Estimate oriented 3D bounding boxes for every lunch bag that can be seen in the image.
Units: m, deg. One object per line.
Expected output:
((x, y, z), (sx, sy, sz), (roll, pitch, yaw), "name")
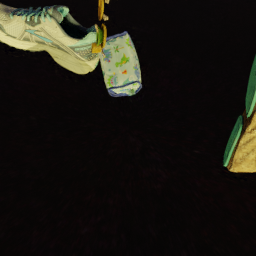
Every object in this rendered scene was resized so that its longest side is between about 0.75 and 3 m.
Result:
((-0.138, -1.354, 6.321), (0.862, 1.353, 1.151), (-12, 89, 11), "lunch bag")

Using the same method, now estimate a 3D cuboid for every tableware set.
((-0.522, -1.975, 4.922), (0.207, 1.350, 0.909), (-1, 28, -14), "tableware set")

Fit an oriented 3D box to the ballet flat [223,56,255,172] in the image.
((2.156, -0.179, 4.451), (0.766, 2.348, 0.828), (11, 43, 12), "ballet flat")

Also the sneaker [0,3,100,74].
((-1.838, -2.335, 6.268), (2.748, 1.186, 1.067), (20, 52, -11), "sneaker")
